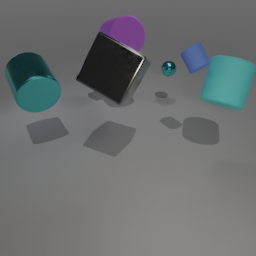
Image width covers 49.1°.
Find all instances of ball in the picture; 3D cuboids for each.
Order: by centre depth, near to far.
[{"bbox_3d":[1.841,-2.678,12.671,0.700,0.700,0.700,0,31,0],"label":"ball"}]

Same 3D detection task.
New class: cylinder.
[{"bbox_3d":[2.100,-2.167,8.731,0.700,0.700,0.700,-26,-3,-2],"label":"cylinder"},{"bbox_3d":[-3.029,-1.450,8.919,1.400,1.400,1.400,-17,51,-25],"label":"cylinder"},{"bbox_3d":[3.162,-1.419,8.943,1.400,1.400,1.400,16,4,-1],"label":"cylinder"},{"bbox_3d":[-0.261,-3.516,10.744,1.400,1.400,1.400,-13,20,-20],"label":"cylinder"}]

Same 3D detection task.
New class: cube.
[{"bbox_3d":[-0.354,-1.596,7.798,1.400,1.400,1.400,30,11,5],"label":"cube"}]
